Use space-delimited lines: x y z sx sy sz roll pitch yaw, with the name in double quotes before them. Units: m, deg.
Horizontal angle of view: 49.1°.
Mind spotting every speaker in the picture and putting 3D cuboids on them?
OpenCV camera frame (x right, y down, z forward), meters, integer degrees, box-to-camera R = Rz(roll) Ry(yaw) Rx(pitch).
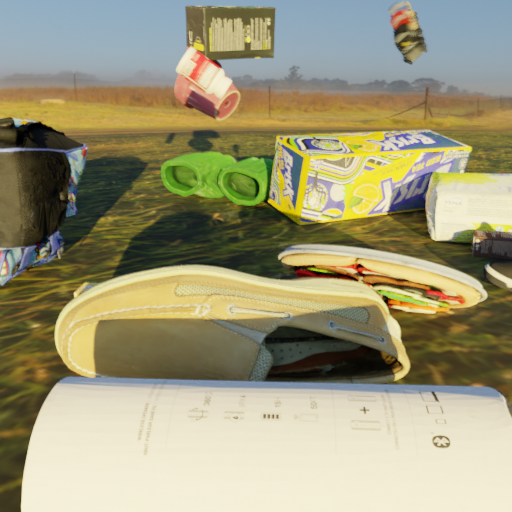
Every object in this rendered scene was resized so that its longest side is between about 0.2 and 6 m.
"speaker" 0.090 1.236 3.233 2.591 1.052 1.052 0 16 3

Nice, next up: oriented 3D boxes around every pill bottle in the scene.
"pill bottle" -0.752 -2.650 8.197 0.761 0.427 0.427 34 11 -12

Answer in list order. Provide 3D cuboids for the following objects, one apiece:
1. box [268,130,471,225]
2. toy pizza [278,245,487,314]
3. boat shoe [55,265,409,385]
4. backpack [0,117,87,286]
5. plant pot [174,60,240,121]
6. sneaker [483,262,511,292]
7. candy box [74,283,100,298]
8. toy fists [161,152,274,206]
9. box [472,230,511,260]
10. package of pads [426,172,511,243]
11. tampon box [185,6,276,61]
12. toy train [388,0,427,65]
"box" 2.623 -1.870 12.705 4.509 1.580 1.450 -9 32 -28
"toy pizza" 1.378 0.352 6.427 2.347 0.372 2.347 13 -9 2
"boat shoe" -0.152 0.776 4.963 3.167 1.135 1.206 -3 28 -11
"backpack" -4.262 -1.004 8.707 3.109 2.291 3.406 1 14 3
"plant pot" -1.013 -3.633 12.405 1.096 1.225 1.225 43 31 14
"sneaker" 4.159 0.098 7.600 1.976 0.818 0.709 5 17 17
"candy box" -1.204 0.670 5.795 1.240 0.723 0.350 1 16 2
"toy fists" -0.708 -1.981 14.353 3.370 1.159 1.718 11 27 29
"box" 4.160 -0.172 9.372 1.017 0.381 0.509 4 16 20
"package of pads" 4.560 -1.019 11.104 2.318 1.023 3.000 4 17 14
"tampon box" -0.543 -4.592 11.506 1.549 0.978 1.161 -10 28 -22
"toy train" 1.442 -2.224 5.457 0.238 0.320 1.395 -38 22 31
